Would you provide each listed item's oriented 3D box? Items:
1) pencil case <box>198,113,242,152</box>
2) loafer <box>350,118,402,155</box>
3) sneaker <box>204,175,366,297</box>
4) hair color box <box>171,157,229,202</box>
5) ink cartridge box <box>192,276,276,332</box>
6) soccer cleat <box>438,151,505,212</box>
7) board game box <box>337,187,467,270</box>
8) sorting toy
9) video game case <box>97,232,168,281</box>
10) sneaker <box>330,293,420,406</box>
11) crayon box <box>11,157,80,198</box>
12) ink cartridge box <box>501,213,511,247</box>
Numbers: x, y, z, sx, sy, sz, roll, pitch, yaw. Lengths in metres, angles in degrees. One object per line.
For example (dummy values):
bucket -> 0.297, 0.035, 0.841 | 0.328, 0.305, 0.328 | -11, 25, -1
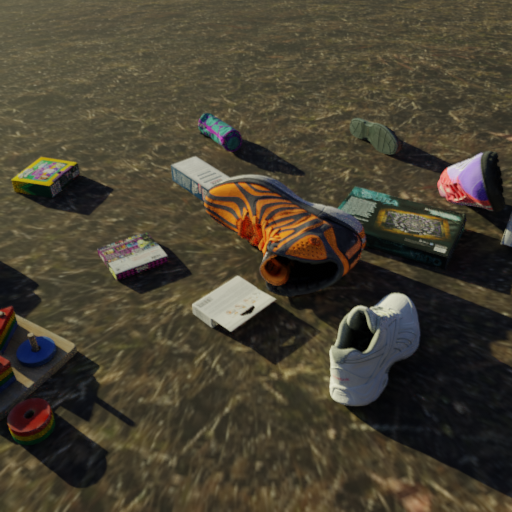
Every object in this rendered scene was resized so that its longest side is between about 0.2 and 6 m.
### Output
pencil case -> -0.996, -3.314, 15.031 | 0.671, 0.618, 1.452 | -6, 33, -38
loafer -> 3.305, -3.273, 14.978 | 0.601, 0.687, 1.912 | -14, 37, -27
sneaker -> 0.218, -0.419, 10.627 | 3.447, 1.337, 1.931 | 17, 40, 22
hair color box -> -1.270, -1.773, 13.132 | 0.749, 0.453, 1.497 | -27, 45, -31
ink cartridge box -> -0.378, 0.889, 9.788 | 0.991, 0.252, 1.125 | 30, 47, 35
soccer cleat -> 4.313, -1.433, 11.401 | 1.249, 1.164, 3.412 | -8, 5, 21
board game box -> 2.940, -0.652, 11.731 | 2.531, 0.356, 1.712 | 19, 41, 23
sorting toy -> -4.129, 1.477, 8.742 | 3.500, 0.592, 1.687 | 19, 41, 24
video game case -> -2.429, -0.010, 11.021 | 1.087, 0.195, 0.986 | -22, 42, -26
sneaker -> 1.856, 1.146, 8.586 | 0.926, 1.181, 2.376 | 6, 34, 33
crayon box -> -5.003, -1.881, 13.361 | 1.045, 0.353, 1.211 | 9, 38, 14
ink cartridge box -> 6.105, -0.540, 11.177 | 1.843, 0.773, 1.618 | 23, 35, 26
